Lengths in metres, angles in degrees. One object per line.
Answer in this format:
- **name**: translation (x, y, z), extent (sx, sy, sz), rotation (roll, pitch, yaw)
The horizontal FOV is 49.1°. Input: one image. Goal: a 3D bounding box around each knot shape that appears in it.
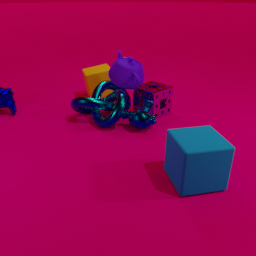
- **knot shape**: translation (-0.671, -0.727, 8.720), extent (1.996, 0.922, 1.868), rotation (-21, 32, -19)

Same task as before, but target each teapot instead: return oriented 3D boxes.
- **teapot**: translation (-0.033, -1.794, 8.658), extent (1.130, 0.890, 1.817), rotation (-2, 39, -26)

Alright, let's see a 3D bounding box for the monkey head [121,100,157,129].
- **monkey head**: translation (0.427, -0.403, 8.254), extent (1.221, 0.879, 0.736), rotation (11, 6, 34)

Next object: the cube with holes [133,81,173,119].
- **cube with holes**: translation (0.811, -0.926, 9.247), extent (0.929, 0.929, 0.929), rotation (-23, 35, -38)

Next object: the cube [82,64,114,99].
- **cube**: translation (-1.086, -1.746, 10.589), extent (0.999, 0.999, 0.999), rotation (-16, 28, -10)

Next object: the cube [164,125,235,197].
- **cube**: translation (1.447, 0.661, 5.935), extent (1.046, 1.046, 1.046), rotation (-5, 26, -12)

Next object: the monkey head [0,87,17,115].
- **monkey head**: translation (-4.129, -0.856, 9.125), extent (0.845, 1.402, 1.008), rotation (-16, 71, -35)
